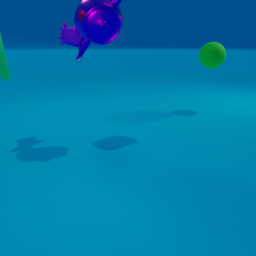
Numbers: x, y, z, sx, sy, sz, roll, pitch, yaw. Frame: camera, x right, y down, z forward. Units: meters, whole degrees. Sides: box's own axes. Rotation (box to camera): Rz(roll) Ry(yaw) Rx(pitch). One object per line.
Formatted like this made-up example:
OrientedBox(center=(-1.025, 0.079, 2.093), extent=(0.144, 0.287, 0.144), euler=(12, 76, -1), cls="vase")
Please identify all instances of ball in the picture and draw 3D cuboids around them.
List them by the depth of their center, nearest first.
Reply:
OrientedBox(center=(2.945, -2.535, 9.775), extent=(0.903, 0.903, 0.903), euler=(0, 17, 0), cls="ball")

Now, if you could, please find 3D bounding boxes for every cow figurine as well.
OrientedBox(center=(-1.380, -2.173, 6.631), extent=(0.918, 0.504, 0.903), euler=(21, 15, 40), cls="cow figurine")

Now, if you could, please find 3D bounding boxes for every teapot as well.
OrientedBox(center=(-0.624, -2.191, 5.968), extent=(1.074, 1.727, 0.846), euler=(31, 16, -30), cls="teapot")

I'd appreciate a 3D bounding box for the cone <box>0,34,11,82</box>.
OrientedBox(center=(-2.912, -1.439, 6.071), extent=(1.119, 1.123, 1.119), euler=(-17, 42, 16), cls="cone")
